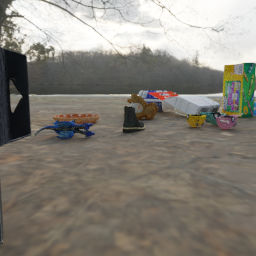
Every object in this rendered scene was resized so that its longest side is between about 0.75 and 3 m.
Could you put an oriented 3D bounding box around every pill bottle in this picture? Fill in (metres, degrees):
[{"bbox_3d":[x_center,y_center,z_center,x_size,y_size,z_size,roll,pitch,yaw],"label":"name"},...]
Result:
[{"bbox_3d":[1.453,-1.316,13.773,1.788,1.035,1.035,4,9,19],"label":"pill bottle"}]

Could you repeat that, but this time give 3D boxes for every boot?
[{"bbox_3d":[0.198,-0.276,7.632,0.392,0.700,1.012,4,8,24],"label":"boot"}]

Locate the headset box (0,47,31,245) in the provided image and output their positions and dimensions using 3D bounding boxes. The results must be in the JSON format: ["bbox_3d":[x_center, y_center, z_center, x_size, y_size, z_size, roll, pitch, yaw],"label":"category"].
[{"bbox_3d":[-2.156,-0.191,1.796,2.933,2.182,1.132,-5,10,-28],"label":"headset box"}]

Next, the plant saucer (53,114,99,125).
[{"bbox_3d":[-1.735,-0.302,9.446,1.529,0.247,1.529,1,8,0],"label":"plant saucer"}]

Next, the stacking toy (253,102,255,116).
[{"bbox_3d":[5.061,-0.749,12.028,0.558,0.590,1.017,0,-6,-22],"label":"stacking toy"}]

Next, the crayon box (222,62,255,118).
[{"bbox_3d":[4.498,-1.547,11.439,0.622,2.135,1.268,-3,9,-16],"label":"crayon box"}]

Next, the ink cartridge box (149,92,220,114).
[{"bbox_3d":[2.390,-1.249,11.882,2.467,0.704,2.005,38,29,30],"label":"ink cartridge box"}]

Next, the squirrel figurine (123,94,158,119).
[{"bbox_3d":[0.493,-0.677,10.662,1.285,0.910,1.200,14,-2,0],"label":"squirrel figurine"}]

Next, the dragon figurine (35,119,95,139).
[{"bbox_3d":[-1.483,0.023,6.583,1.373,0.404,0.682,-1,8,-18],"label":"dragon figurine"}]

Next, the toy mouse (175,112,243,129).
[{"bbox_3d":[2.682,-0.227,8.367,1.797,0.391,2.022,-3,9,-19],"label":"toy mouse"}]
